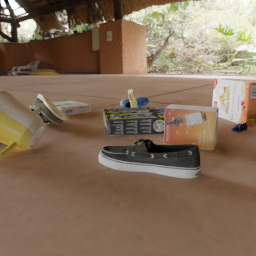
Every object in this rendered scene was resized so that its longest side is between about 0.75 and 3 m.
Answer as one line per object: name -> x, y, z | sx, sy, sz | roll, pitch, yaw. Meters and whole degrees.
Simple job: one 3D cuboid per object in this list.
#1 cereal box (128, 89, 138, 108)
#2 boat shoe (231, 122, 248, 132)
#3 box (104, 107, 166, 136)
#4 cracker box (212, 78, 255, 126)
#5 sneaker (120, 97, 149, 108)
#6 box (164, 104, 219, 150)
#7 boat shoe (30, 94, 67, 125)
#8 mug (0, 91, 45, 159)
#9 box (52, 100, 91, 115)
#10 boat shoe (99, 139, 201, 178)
cereal box -> 0.253, -1.259, 13.325 | 0.288, 1.050, 1.459 | -16, 14, 5
boat shoe -> 3.977, -0.041, 10.047 | 0.364, 0.297, 0.866 | 13, 19, 43
box -> 0.468, -0.306, 10.484 | 2.694, 0.596, 2.159 | -3, 15, -8
cracker box -> 4.500, -1.169, 11.726 | 0.726, 1.687, 2.518 | -4, 14, -13
sneaker -> 0.422, -1.269, 14.695 | 1.619, 0.534, 0.635 | -7, 22, -22
box -> 1.889, -0.067, 8.393 | 1.480, 1.127, 0.787 | 5, 15, 21
boat shoe -> -3.227, -0.595, 11.132 | 1.034, 0.865, 2.892 | 41, -5, -33
mug -> -3.254, 0.053, 7.844 | 1.431, 1.743, 1.396 | 29, -12, 1
box -> -3.144, -1.031, 13.926 | 1.625, 0.409, 2.252 | -12, 19, -40
boat shoe -> 0.467, 0.605, 6.552 | 2.475, 0.701, 0.849 | 5, 15, 21
